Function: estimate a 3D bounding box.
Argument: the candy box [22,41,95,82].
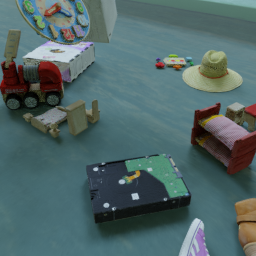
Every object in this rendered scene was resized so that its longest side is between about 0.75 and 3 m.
[{"bbox_3d":[-2.937,-3.043,12.337,2.144,0.914,2.556,10,36,14],"label":"candy box"}]

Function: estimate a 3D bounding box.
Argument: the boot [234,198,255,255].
[{"bbox_3d":[3.188,2.035,5.394,2.049,0.755,1.585,1,36,2],"label":"boot"}]

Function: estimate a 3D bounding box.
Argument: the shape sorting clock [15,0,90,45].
[{"bbox_3d":[-1.632,-2.712,6.340,0.355,1.809,1.809,-20,15,45],"label":"shape sorting clock"}]

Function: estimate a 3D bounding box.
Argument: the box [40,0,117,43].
[{"bbox_3d":[-1.759,-3.896,8.834,2.485,1.892,1.321,8,65,9],"label":"box"}]

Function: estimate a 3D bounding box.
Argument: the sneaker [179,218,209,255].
[{"bbox_3d":[1.359,2.447,5.098,0.868,0.551,1.522,18,47,14],"label":"sneaker"}]

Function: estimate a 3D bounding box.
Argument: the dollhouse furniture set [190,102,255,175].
[{"bbox_3d":[3.381,-0.057,7.930,2.945,1.198,1.585,-20,40,-25],"label":"dollhouse furniture set"}]

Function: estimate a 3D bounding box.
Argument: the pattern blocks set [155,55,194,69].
[{"bbox_3d":[2.165,-3.082,13.057,1.733,0.140,1.523,5,36,7],"label":"pattern blocks set"}]

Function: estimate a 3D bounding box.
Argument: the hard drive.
[{"bbox_3d":[0.186,1.351,6.643,2.205,0.417,1.540,-9,37,-11],"label":"hard drive"}]

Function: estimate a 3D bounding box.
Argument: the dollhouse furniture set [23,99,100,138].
[{"bbox_3d":[-2.158,-0.652,8.980,1.955,0.954,1.667,25,42,30],"label":"dollhouse furniture set"}]

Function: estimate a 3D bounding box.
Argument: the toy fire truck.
[{"bbox_3d":[-3.407,-2.051,9.719,2.066,2.347,1.510,-6,37,-8],"label":"toy fire truck"}]

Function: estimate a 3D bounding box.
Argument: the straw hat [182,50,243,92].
[{"bbox_3d":[3.540,-2.567,11.515,2.650,1.121,2.650,-1,36,0],"label":"straw hat"}]
